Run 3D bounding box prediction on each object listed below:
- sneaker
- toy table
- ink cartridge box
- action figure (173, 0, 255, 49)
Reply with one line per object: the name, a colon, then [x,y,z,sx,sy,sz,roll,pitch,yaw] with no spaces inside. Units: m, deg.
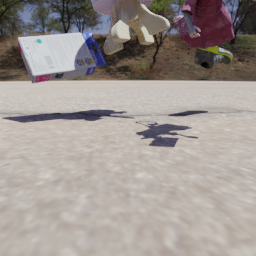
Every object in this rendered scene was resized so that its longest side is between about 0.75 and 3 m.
sneaker: [3.082,-2.609,10.326,2.180,0.882,0.805,3,28,-44]
toy table: [0.069,-3.689,9.489,2.546,1.622,2.769,-13,6,44]
ink cartridge box: [-2.175,-2.438,9.470,2.597,1.550,0.545,-17,-19,-27]
action figure: [1.994,-3.034,6.747,1.627,1.809,2.429,-18,-27,4]
